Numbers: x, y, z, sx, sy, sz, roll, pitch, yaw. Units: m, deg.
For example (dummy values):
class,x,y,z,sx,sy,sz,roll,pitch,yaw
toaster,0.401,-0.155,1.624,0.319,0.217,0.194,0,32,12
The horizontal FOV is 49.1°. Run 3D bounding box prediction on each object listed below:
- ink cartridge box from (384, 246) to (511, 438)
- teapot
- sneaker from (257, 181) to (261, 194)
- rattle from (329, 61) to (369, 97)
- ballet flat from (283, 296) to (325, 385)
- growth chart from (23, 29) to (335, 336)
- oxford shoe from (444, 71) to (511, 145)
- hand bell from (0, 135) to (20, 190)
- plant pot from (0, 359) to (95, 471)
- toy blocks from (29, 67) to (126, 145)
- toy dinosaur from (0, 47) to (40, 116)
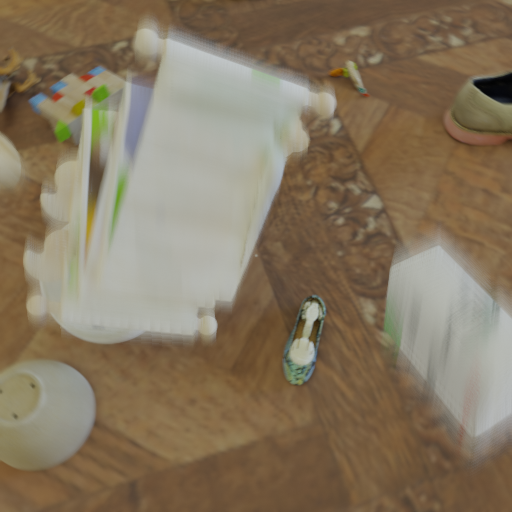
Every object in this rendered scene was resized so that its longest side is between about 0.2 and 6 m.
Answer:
class,x,y,z,sx,sy,sz,roll,pitch,yaw
ink cartridge box,1.677,0.710,4.720,0.545,0.945,1.294,-24,50,-13
teapot,-2.122,0.290,8.687,2.089,1.546,2.117,-44,89,8
sneaker,-0.484,-1.613,10.032,1.449,1.013,2.914,25,67,4
rattle,1.885,-3.499,11.379,0.564,0.514,0.789,-21,93,6
ballet flat,0.750,1.256,8.698,0.542,0.542,1.460,11,63,6
growth chart,-1.014,-0.611,6.588,2.741,3.788,0.336,18,19,-23
oxford shoe,5.386,-2.856,10.442,3.441,1.270,1.218,-8,62,-4
hand bell,-4.364,-1.143,7.962,0.930,0.930,1.786,25,30,12
plant pot,-3.200,2.130,7.911,1.583,1.063,1.583,0,62,-1
toy blocks,-3.360,-2.989,10.809,1.354,0.990,1.981,34,63,28
toy dinosaur,-5.060,-3.304,11.134,1.338,0.761,2.519,-32,57,8
